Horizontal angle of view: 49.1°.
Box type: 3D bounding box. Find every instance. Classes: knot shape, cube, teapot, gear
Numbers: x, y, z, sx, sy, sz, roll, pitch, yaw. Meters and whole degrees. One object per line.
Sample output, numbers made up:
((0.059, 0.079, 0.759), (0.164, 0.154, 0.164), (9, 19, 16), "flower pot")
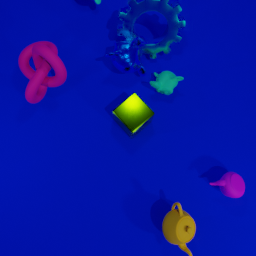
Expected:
((-2.612, -1.853, 8.349), (0.907, 1.962, 1.836), (3, 53, -40), "knot shape")
((0.156, -0.356, 8.513), (0.899, 0.899, 0.899), (-41, 80, -10), "cube")
((1.439, 2.746, 7.580), (0.943, 0.742, 1.516), (-12, 91, -31), "teapot")
((2.917, 1.653, 8.058), (1.200, 0.587, 0.746), (15, 59, -25), "teapot")
((0.696, -3.141, 8.636), (2.043, 2.043, 0.378), (0, 43, 0), "gear")

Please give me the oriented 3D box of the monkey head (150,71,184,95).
((1.104, -1.474, 8.730), (1.191, 0.857, 0.718), (22, 92, 46), "monkey head")

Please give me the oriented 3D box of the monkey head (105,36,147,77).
((0.077, -2.192, 8.452), (1.558, 1.121, 0.939), (20, 64, -37), "monkey head")

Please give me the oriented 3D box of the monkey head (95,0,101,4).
((-1.167, -4.659, 8.804), (0.810, 1.345, 0.967), (27, 63, 30), "monkey head")
